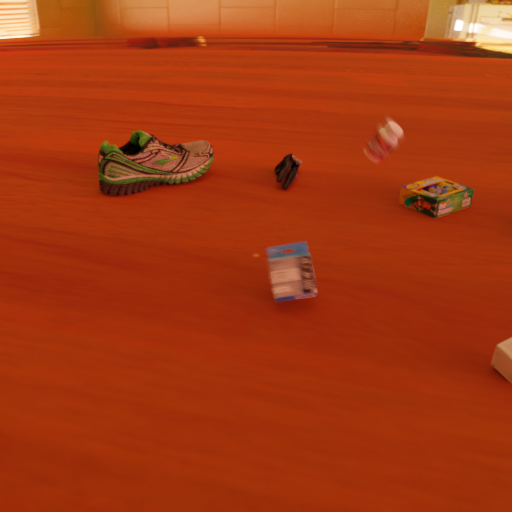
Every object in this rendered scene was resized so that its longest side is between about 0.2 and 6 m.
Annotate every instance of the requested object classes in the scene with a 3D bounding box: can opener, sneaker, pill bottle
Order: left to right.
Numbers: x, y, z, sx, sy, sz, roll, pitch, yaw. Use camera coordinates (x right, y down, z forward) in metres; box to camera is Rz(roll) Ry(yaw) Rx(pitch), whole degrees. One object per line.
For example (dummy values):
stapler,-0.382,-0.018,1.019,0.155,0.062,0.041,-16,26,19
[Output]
sneaker,-2.326,-2.388,13.525,3.062,1.304,1.195,-20,33,-35
can opener,0.792,-2.044,13.876,0.532,0.659,1.677,37,28,-14
pill bottle,2.291,-2.056,10.098,0.383,0.699,0.383,21,43,-21

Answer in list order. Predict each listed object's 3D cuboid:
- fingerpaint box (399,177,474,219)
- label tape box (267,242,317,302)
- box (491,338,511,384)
fingerpaint box,3.973,-1.320,12.365,1.230,0.451,1.026,-17,32,-30
label tape box,0.547,0.218,8.726,0.653,0.911,0.301,-8,-16,1
box,3.286,1.322,7.137,0.341,0.396,0.398,-21,44,-17
